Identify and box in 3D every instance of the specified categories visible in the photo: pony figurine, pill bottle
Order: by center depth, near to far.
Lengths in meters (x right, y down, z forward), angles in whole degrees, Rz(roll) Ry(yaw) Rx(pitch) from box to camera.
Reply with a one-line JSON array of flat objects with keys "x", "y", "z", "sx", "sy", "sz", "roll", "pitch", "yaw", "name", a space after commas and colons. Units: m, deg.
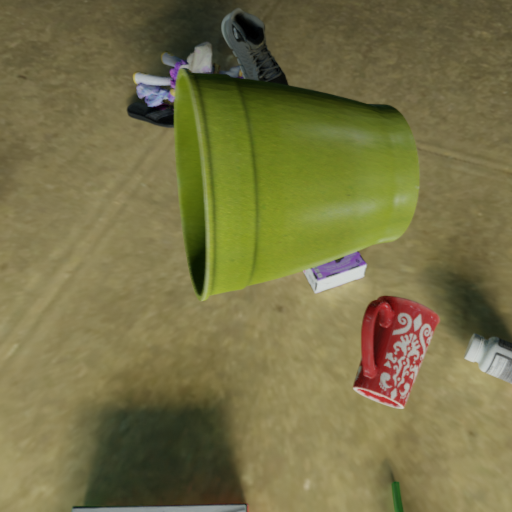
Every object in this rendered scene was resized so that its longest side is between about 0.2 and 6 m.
[{"x": 4.015, "y": 1.691, "z": 9.111, "sx": 1.108, "sy": 0.614, "sz": 0.614, "roll": 23, "pitch": 56, "yaw": 17, "name": "pill bottle"}, {"x": -1.331, "y": -3.889, "z": 12.670, "sx": 2.680, "sy": 2.232, "sz": 2.587, "roll": 9, "pitch": 40, "yaw": 21, "name": "pony figurine"}]

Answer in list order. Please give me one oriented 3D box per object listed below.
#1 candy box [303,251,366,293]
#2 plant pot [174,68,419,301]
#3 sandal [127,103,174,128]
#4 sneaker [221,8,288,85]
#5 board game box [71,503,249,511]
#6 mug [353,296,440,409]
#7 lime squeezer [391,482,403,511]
[{"x": 1.318, "y": -0.017, "z": 10.519, "sx": 1.013, "sy": 0.432, "sz": 1.207, "roll": -18, "pitch": 55, "yaw": -13, "name": "candy box"}, {"x": 0.510, "y": -1.074, "z": 7.892, "sx": 2.969, "sy": 3.084, "sz": 3.084, "roll": -6, "pitch": 53, "yaw": -13, "name": "plant pot"}, {"x": -2.306, "y": -3.349, "z": 13.092, "sx": 1.568, "sy": 0.375, "sz": 0.589, "roll": 12, "pitch": 54, "yaw": 9, "name": "sandal"}, {"x": 0.050, "y": -3.643, "z": 10.319, "sx": 0.741, "sy": 1.140, "sz": 1.974, "roll": -37, "pitch": 103, "yaw": -3, "name": "sneaker"}, {"x": -1.290, "y": 4.240, "z": 7.243, "sx": 2.415, "sy": 0.487, "sz": 1.848, "roll": 0, "pitch": 53, "yaw": 0, "name": "board game box"}, {"x": 1.709, "y": 1.233, "z": 7.457, "sx": 1.149, "sy": 0.864, "sz": 1.295, "roll": 27, "pitch": 73, "yaw": -11, "name": "mug"}, {"x": 2.359, "y": 4.252, "z": 7.258, "sx": 0.922, "sy": 0.493, "sz": 2.611, "roll": -26, "pitch": 56, "yaw": -18, "name": "lime squeezer"}]
